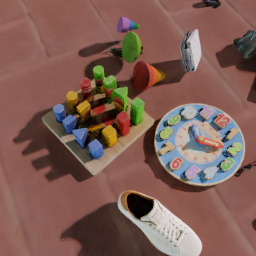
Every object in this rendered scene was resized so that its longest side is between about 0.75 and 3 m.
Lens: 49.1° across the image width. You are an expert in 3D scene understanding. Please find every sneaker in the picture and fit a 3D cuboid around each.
[{"bbox_3d":[4.520,-3.187,9.679,1.955,0.737,0.775,-32,64,-17],"label":"sneaker"},{"bbox_3d":[0.739,2.266,6.501,2.302,0.975,0.838,32,68,7],"label":"sneaker"}]

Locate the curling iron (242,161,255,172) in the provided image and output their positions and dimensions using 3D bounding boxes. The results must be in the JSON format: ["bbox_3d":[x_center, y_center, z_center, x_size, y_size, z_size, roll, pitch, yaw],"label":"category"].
[{"bbox_3d":[3.618,0.969,7.730,1.026,0.131,0.254,-18,26,-14],"label":"curling iron"}]

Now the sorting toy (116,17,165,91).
[{"bbox_3d":[0.484,-2.504,9.284,0.965,0.972,2.803,-7,67,-30],"label":"sorting toy"}]

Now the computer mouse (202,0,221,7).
[{"bbox_3d":[3.226,-4.942,10.957,0.761,0.201,0.527,4,61,-10],"label":"computer mouse"}]

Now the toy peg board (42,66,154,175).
[{"bbox_3d":[-0.874,-0.436,7.898,2.382,1.170,2.392,-40,68,-21],"label":"toy peg board"}]

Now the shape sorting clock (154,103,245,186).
[{"bbox_3d":[1.996,0.378,7.865,2.498,0.490,2.498,0,61,0],"label":"shape sorting clock"}]

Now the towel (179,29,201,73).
[{"bbox_3d":[1.987,-2.483,9.025,0.468,1.094,0.906,4,47,30],"label":"towel"}]

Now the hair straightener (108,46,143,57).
[{"bbox_3d":[-0.089,-2.624,9.639,1.220,0.250,0.470,4,61,2],"label":"hair straightener"}]
